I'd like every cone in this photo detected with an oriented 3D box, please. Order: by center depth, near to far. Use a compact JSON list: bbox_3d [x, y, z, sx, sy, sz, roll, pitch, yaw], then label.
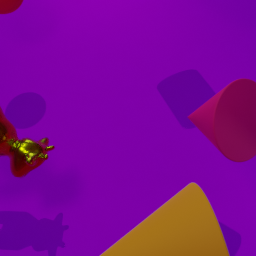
[{"bbox_3d":[0.119,1.315,2.651,1.353,1.348,1.348,-11,57,-1],"label":"cone"},{"bbox_3d":[1.381,-0.150,4.558,1.213,1.213,1.217,-37,21,-21],"label":"cone"}]

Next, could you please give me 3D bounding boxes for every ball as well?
[{"bbox_3d":[-2.764,-2.998,5.979,1.062,1.062,1.062,0,57,0],"label":"ball"}]

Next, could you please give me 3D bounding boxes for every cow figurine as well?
[{"bbox_3d":[-2.047,0.122,4.586,1.462,1.486,0.816,-6,25,9],"label":"cow figurine"}]
